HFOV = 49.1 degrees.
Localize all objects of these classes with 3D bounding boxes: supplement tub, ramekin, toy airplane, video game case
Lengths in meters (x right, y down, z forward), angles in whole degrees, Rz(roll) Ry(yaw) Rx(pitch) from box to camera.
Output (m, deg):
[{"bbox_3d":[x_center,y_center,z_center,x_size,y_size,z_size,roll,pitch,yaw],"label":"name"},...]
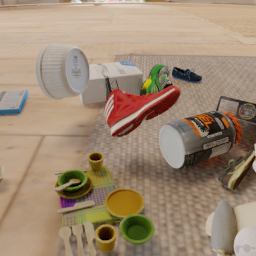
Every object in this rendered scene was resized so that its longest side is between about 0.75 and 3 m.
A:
[{"bbox_3d":[2.139,0.277,8.210,2.206,1.351,1.351,-15,33,-24],"label":"supplement tub"},{"bbox_3d":[-2.049,-1.862,9.257,0.974,1.856,1.856,3,29,23],"label":"ramekin"},{"bbox_3d":[2.512,1.572,4.468,2.044,2.896,2.884,-2,27,-27],"label":"toy airplane"},{"bbox_3d":[-5.710,-1.030,11.560,2.756,0.245,1.972,-4,31,-7],"label":"video game case"}]

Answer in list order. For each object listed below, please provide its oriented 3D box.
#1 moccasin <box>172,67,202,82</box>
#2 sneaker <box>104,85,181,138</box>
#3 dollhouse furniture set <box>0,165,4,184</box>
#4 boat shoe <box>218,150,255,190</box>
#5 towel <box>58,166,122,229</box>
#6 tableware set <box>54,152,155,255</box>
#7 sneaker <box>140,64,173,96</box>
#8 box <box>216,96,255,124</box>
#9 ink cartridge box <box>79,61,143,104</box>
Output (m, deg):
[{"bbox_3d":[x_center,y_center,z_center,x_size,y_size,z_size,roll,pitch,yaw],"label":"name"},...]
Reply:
[{"bbox_3d":[2.930,-2.707,14.115,1.644,0.560,0.661,18,35,27],"label":"moccasin"},{"bbox_3d":[0.233,-0.807,7.709,2.227,0.872,1.286,-31,68,11],"label":"sneaker"},{"bbox_3d":[-4.414,0.808,7.124,2.141,1.520,1.696,-12,32,-20],"label":"dollhouse furniture set"},{"bbox_3d":[3.023,1.027,7.664,0.539,0.609,1.663,28,40,31],"label":"boat shoe"},{"bbox_3d":[-0.985,1.658,6.977,1.405,0.223,1.956,-7,32,-13],"label":"towel"},{"bbox_3d":[-0.657,1.564,6.481,2.004,0.457,2.975,-9,32,-14],"label":"tableware set"},{"bbox_3d":[1.438,-1.826,12.303,1.245,1.141,2.924,15,42,11],"label":"sneaker"},{"bbox_3d":[4.469,-0.374,9.198,2.702,0.598,2.165,18,7,27],"label":"box"},{"bbox_3d":[-0.911,-2.090,12.466,2.710,1.141,1.960,-8,31,-14],"label":"ink cartridge box"}]
